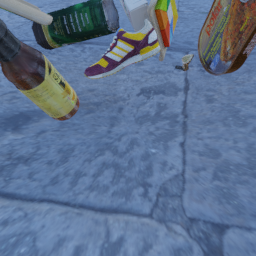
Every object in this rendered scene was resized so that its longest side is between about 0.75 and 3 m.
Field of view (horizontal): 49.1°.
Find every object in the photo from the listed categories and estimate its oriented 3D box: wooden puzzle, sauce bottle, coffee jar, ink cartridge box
[{"bbox_3d":[1.283,-3.854,9.463,0.449,2.412,2.232,7,62,19],"label":"wooden puzzle"},{"bbox_3d":[-1.293,-0.724,3.858,0.605,1.832,0.605,-7,65,14],"label":"sauce bottle"},{"bbox_3d":[-1.876,-3.700,10.023,2.926,1.248,1.526,-8,20,19],"label":"coffee jar"},{"bbox_3d":[0.172,-4.554,10.171,0.701,1.210,1.670,-24,70,3],"label":"ink cartridge box"},{"bbox_3d":[-3.002,-3.024,6.731,2.079,0.419,2.248,15,19,-30],"label":"wooden puzzle"}]

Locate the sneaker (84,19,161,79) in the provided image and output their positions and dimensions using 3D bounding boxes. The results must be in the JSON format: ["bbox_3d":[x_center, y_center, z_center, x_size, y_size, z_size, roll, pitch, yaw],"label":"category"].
[{"bbox_3d":[-0.293,-2.215,7.941,2.324,1.047,0.871,-24,22,0],"label":"sneaker"}]

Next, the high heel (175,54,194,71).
[{"bbox_3d":[1.942,-2.093,8.928,0.558,0.783,0.280,0,67,-37],"label":"high heel"}]

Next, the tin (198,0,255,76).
[{"bbox_3d":[2.162,-2.128,5.747,0.483,2.306,1.291,-15,59,-23],"label":"tin"}]
